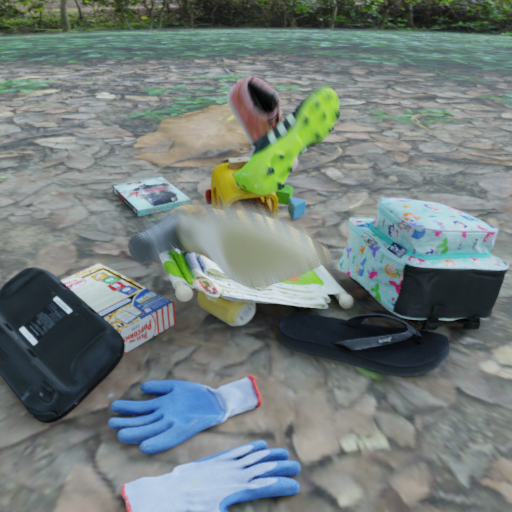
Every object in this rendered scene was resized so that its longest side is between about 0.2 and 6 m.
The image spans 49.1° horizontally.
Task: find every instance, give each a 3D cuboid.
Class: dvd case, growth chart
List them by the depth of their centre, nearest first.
[{"bbox_3d":[-0.099,0.186,9.610,3.584,0.318,2.594,7,24,-31],"label":"growth chart"},{"bbox_3d":[-2.650,-1.520,13.969,1.364,0.206,1.868,-16,31,-27],"label":"dvd case"}]

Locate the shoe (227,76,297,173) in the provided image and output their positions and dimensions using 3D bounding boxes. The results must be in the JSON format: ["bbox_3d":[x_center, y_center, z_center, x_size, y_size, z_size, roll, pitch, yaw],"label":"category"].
[{"bbox_3d":[0.269,-2.938,12.794,0.862,2.412,1.097,-39,14,-14],"label":"shoe"}]

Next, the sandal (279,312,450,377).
[{"bbox_3d":[1.614,1.229,8.486,2.588,0.554,0.984,6,29,11],"label":"sandal"}]

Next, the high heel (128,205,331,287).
[{"bbox_3d":[-0.196,-0.320,8.237,2.808,1.003,2.002,5,16,15],"label":"high heel"}]

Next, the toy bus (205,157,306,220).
[{"bbox_3d":[-0.374,-1.506,12.522,2.631,1.359,2.482,20,40,22],"label":"toy bus"}]

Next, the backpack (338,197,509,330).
[{"bbox_3d":[2.662,-0.004,9.528,2.185,1.853,2.461,1,15,-26],"label":"backpack"}]

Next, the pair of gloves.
[{"bbox_3d":[-0.677,2.289,6.815,2.071,0.294,2.577,-9,29,-16],"label":"pair of gloves"}]

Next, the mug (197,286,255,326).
[{"bbox_3d":[-0.495,0.776,9.182,0.969,0.776,0.796,-17,41,-39],"label":"mug"}]

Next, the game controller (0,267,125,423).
[{"bbox_3d":[-3.158,1.157,8.223,1.536,0.620,2.944,-39,47,-25],"label":"game controller"}]

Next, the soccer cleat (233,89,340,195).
[{"bbox_3d":[0.634,-2.439,11.525,1.202,1.001,2.965,15,57,44],"label":"soccer cleat"}]

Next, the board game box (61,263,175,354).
[{"bbox_3d":[-2.578,0.888,9.204,2.030,0.470,1.538,23,36,36],"label":"board game box"}]
